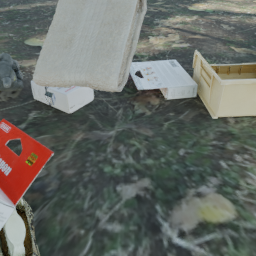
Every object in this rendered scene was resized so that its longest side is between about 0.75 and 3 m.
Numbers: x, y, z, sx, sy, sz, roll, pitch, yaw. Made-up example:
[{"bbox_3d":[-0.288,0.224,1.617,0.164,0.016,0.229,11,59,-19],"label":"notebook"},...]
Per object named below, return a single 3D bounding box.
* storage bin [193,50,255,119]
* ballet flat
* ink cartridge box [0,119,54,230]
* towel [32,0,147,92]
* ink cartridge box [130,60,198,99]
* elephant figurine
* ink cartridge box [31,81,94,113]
[{"bbox_3d":[3.776,-1.579,9.050,2.782,1.304,2.762,-3,35,-3],"label":"storage bin"},{"bbox_3d":[-1.974,1.626,4.799,0.764,0.848,2.254,-13,36,-28],"label":"ballet flat"},{"bbox_3d":[-2.639,0.843,4.978,2.416,0.526,2.097,21,74,44],"label":"ink cartridge box"},{"bbox_3d":[-0.693,-2.107,5.651,1.958,0.509,2.955,7,73,24],"label":"towel"},{"bbox_3d":[1.102,-1.755,10.010,2.029,0.509,2.338,-6,35,-8],"label":"ink cartridge box"},{"bbox_3d":[-4.647,-1.596,9.353,1.973,1.530,1.396,-12,78,1],"label":"elephant figurine"},{"bbox_3d":[-2.101,-1.217,9.062,1.629,0.700,1.193,21,40,29],"label":"ink cartridge box"}]
